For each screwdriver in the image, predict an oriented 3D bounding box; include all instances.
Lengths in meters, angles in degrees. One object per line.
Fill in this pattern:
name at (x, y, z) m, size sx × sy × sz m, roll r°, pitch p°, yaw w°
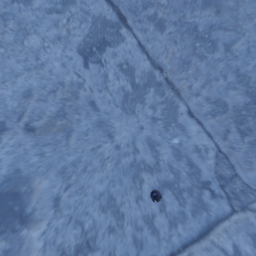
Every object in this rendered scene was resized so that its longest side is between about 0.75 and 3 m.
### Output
screwdriver at (0.525, 1.336, 5.216) m, size 0.212 × 1.455 × 0.203 m, roll -26°, pitch 68°, yaw -5°
